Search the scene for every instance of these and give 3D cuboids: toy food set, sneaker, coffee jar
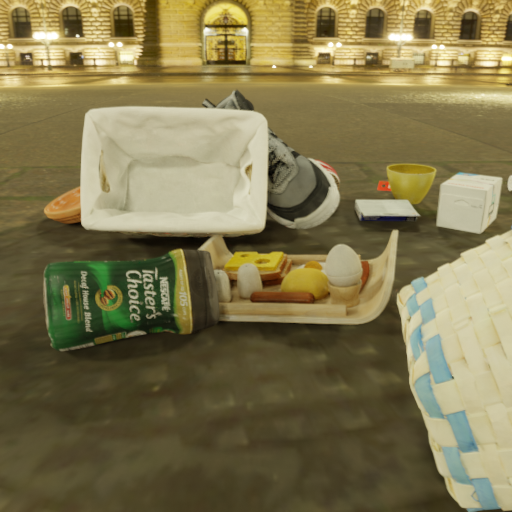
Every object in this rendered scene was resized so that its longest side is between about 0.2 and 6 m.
[{"bbox_3d":[0.460,0.085,7.567,2.793,0.844,2.004,0,20,15],"label":"toy food set"},{"bbox_3d":[0.804,-1.722,12.600,2.143,0.763,1.205,5,20,8],"label":"sneaker"},{"bbox_3d":[-1.396,0.482,6.460,1.910,0.996,0.815,-7,-13,-14],"label":"coffee jar"},{"bbox_3d":[0.033,-1.884,10.558,2.015,1.336,3.540,37,9,-43],"label":"sneaker"}]

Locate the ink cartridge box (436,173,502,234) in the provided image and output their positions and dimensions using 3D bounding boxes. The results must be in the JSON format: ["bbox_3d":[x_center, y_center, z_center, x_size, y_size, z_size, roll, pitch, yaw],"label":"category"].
[{"bbox_3d":[4.052,-1.028,10.655,0.846,0.842,1.153,14,25,33],"label":"ink cartridge box"}]

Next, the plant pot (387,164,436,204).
[{"bbox_3d":[3.326,-1.533,12.129,1.024,0.727,1.024,0,22,0],"label":"plant pot"}]

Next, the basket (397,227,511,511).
[{"bbox_3d":[2.642,0.662,4.382,2.792,1.942,2.461,-25,14,21],"label":"basket"}]

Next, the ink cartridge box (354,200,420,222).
[{"bbox_3d":[2.567,-0.855,11.067,1.111,0.226,1.114,1,21,2],"label":"ink cartridge box"}]

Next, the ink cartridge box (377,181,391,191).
[{"bbox_3d":[3.490,-1.747,13.345,1.104,0.315,0.897,9,23,12],"label":"ink cartridge box"}]

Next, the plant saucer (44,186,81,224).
[{"bbox_3d":[-3.185,-1.108,10.986,1.883,0.352,1.883,-16,23,7],"label":"plant saucer"}]

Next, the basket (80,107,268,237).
[{"bbox_3d":[-1.252,-1.251,9.309,2.842,1.927,1.753,1,-5,0],"label":"basket"}]

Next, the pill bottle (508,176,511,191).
[{"bbox_3d":[6.221,-1.657,12.813,0.784,0.469,0.469,2,21,5],"label":"pill bottle"}]
